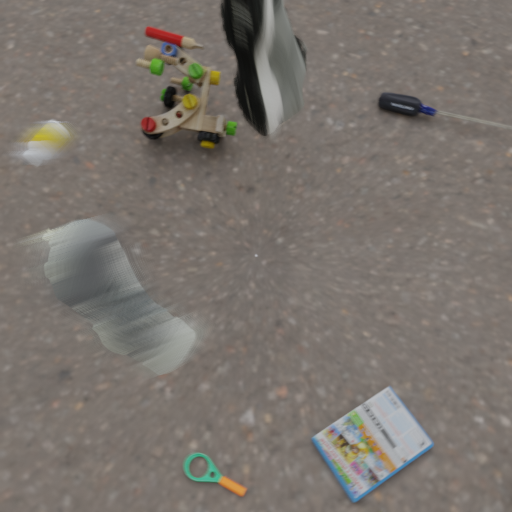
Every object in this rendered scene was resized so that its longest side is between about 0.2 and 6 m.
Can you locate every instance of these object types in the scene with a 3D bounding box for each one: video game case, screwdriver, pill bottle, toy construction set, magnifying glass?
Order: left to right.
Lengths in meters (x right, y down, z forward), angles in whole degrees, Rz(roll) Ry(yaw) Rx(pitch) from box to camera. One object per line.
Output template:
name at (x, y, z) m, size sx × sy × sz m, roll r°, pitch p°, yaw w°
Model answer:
pill bottle at (-3.357, -1.780, 8.931) m, size 0.397 × 0.397 × 0.709 m, roll 31°, pitch 72°, yaw 17°
toy construction set at (-1.249, -3.411, 11.558) m, size 1.967 × 2.560 × 2.135 m, roll 16°, pitch 69°, yaw 4°
magnifying glass at (-0.648, 3.444, 8.751) m, size 1.047 × 0.117 × 0.417 m, roll 25°, pitch 62°, yaw 13°
video game case at (1.865, 2.994, 8.999) m, size 1.593 × 0.142 × 1.140 m, roll -28°, pitch 64°, yaw -16°
screwdriver at (4.221, -3.082, 12.444) m, size 3.104 × 0.433 × 0.452 m, roll 21°, pitch 92°, yaw 11°

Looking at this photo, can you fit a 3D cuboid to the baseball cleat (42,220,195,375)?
baseball cleat at (-1.412, 0.566, 6.535) m, size 1.472 × 2.765 × 0.964 m, roll 23°, pitch 68°, yaw 13°

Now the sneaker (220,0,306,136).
sneaker at (0.241, -3.724, 9.858) m, size 1.278 × 3.223 × 1.191 m, roll -32°, pitch 54°, yaw -18°
